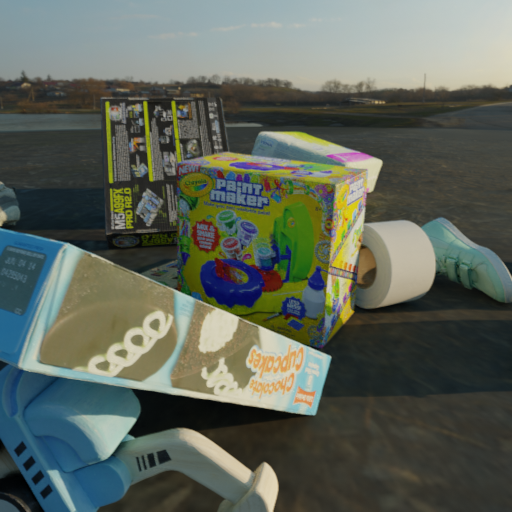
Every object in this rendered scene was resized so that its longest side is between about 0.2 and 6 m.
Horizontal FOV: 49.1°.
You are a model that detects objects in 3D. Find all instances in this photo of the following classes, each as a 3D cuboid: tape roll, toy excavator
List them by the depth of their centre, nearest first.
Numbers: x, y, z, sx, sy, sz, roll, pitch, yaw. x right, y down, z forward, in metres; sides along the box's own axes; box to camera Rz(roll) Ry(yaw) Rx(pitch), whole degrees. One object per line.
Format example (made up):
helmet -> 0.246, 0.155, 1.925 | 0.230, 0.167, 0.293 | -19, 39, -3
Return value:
toy excavator -> -0.952, 1.339, 3.816 | 1.764, 1.716, 0.881 | -25, 8, 18
tape roll -> 1.759, 0.108, 7.733 | 0.800, 1.166, 1.166 | -6, 17, -30

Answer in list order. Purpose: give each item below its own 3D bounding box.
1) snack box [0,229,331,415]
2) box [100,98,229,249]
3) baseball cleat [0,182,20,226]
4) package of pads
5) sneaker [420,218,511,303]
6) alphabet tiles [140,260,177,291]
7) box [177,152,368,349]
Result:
snack box -> -0.959, 0.563, 4.318 | 1.986, 0.634, 3.418 | 11, -12, 31
box -> -1.766, -1.722, 11.144 | 2.494, 3.113, 0.689 | -4, -23, -11
baseball cleat -> -6.230, -1.087, 11.648 | 0.847, 1.292, 2.428 | -3, 5, 44
package of pads -> 1.669, -2.540, 15.496 | 2.715, 1.198, 3.514 | 24, 20, 21
sneaker -> 2.851, 0.263, 8.399 | 1.177, 0.734, 1.995 | -27, 36, -5
alphabet tiles -> -0.527, 0.273, 9.145 | 2.134, 0.096, 2.553 | 9, 19, 30
box -> 0.176, -0.181, 7.104 | 2.051, 1.975, 1.251 | 11, 20, 25
